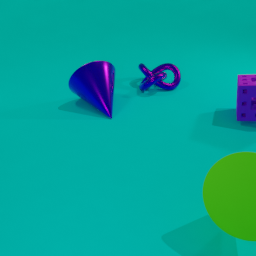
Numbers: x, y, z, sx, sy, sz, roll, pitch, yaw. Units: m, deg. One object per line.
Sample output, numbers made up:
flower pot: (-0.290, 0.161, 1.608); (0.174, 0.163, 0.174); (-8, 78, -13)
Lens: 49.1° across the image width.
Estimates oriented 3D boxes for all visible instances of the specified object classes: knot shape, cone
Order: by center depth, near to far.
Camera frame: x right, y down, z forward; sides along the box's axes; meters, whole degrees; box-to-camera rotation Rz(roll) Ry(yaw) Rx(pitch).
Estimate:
cone: (1.842, 0.946, 4.320); (1.194, 1.194, 1.199); (16, 3, 23)
cone: (-0.738, -0.843, 7.842); (1.452, 1.452, 1.458); (-16, 64, -23)
knot shape: (0.880, -1.627, 9.066); (1.486, 0.687, 1.391); (17, 37, 24)

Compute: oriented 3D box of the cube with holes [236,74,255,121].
cube with holes: (3.362, -0.806, 7.308); (0.958, 0.958, 0.958); (2, 27, 19)
